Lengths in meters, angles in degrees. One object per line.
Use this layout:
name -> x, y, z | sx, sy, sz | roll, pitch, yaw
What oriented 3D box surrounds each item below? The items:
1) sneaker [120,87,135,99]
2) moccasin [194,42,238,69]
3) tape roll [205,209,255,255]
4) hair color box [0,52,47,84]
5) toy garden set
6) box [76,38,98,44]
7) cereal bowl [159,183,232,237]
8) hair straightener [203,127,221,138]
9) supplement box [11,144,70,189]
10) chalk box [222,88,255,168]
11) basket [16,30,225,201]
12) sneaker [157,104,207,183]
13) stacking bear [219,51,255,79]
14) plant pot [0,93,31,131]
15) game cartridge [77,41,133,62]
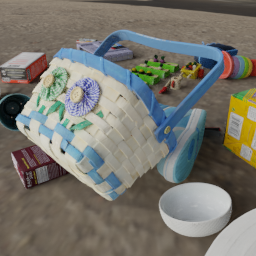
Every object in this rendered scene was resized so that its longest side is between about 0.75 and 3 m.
sneaker -> -0.102, -1.003, 8.401 | 1.467, 0.660, 0.513 | -11, 32, -18
moccasin -> 3.535, -3.055, 11.767 | 2.641, 1.063, 0.901 | -10, 43, -42
tape roll -> 1.663, 2.074, 1.801 | 2.747, 1.886, 2.747 | 0, 29, 0
hair color box -> -3.966, -2.361, 10.805 | 1.033, 0.623, 2.036 | 3, 29, 5
toy garden set -> 1.206, -2.060, 10.310 | 2.465, 0.590, 2.957 | 18, 35, 29
box -> -2.233, -4.717, 15.346 | 0.996, 0.199, 0.682 | 11, 31, 18
cereal bowl -> 1.063, 1.329, 4.414 | 1.103, 0.459, 1.103 | -10, 17, 3
hair straightener -> 1.775, 0.114, 6.910 | 1.013, 0.207, 0.390 | 5, 30, 9
supplement box -> -1.522, 0.621, 5.779 | 1.475, 0.449, 0.803 | -18, 35, -29
chalk box -> 3.464, -0.127, 6.148 | 2.228, 1.386, 1.379 | -15, 33, -22
basket -> -0.147, -0.500, 4.696 | 2.541, 2.004, 2.882 | 24, 64, 38
sneaker -> 0.663, 0.201, 6.017 | 1.673, 1.019, 2.563 | 13, 24, 20
stacking bear -> 4.262, -2.278, 10.502 | 1.613, 0.980, 0.917 | -2, 34, -17
plant pot -> -2.946, -0.458, 7.296 | 0.946, 0.946, 0.889 | -18, 19, -28
game cartridge -> -1.139, -3.704, 13.349 | 1.750, 0.518, 2.700 | -21, 35, -24
